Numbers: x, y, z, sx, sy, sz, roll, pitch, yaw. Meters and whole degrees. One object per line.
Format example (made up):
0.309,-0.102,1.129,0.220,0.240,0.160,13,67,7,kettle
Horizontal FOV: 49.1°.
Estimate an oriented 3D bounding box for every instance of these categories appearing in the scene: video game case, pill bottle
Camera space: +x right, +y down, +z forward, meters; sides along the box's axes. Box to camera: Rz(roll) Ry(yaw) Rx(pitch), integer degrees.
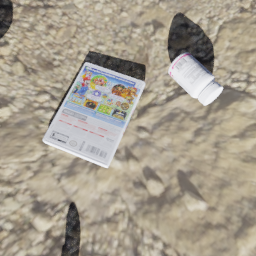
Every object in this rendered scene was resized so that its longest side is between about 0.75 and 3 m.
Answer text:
-0.834,-0.431,7.321,1.802,0.227,2.517,20,70,10,video game case
1.741,-1.258,7.240,0.752,0.752,1.327,-35,70,-12,pill bottle
